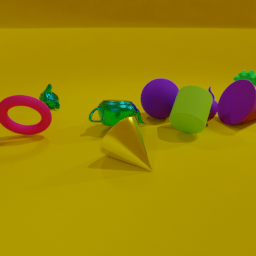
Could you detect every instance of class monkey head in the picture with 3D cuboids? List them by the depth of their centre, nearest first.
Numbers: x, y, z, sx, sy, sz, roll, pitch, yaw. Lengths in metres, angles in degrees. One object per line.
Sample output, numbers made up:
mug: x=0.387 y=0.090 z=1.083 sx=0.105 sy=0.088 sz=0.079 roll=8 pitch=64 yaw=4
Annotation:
monkey head: x=-2.747 y=-1.129 z=10.042 sx=0.678 sy=0.810 sz=1.125 roll=21 pitch=17 yaw=-39

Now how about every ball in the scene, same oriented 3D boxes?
ball: x=1.036 y=-0.933 z=8.920 sx=1.286 sy=1.286 sz=1.286 roll=0 pitch=22 yaw=0

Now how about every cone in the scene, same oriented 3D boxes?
cone: x=0.150 y=0.540 z=6.189 sx=1.139 sy=1.139 sz=1.144 roll=-22 pitch=60 yaw=-44
cone: x=3.874 y=-0.589 z=8.812 sx=1.456 sy=1.451 sz=1.451 roll=18 pitch=14 yaw=-25

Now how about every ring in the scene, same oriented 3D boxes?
ring: x=-2.698 y=-0.311 z=7.309 sx=1.384 sy=1.384 sz=0.277 roll=-2 pitch=48 yaw=-5

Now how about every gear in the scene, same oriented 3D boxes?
gear: x=4.358 y=-1.402 z=9.974 sx=0.249 sy=1.344 sz=1.344 roll=-34 pitch=35 yaw=-21

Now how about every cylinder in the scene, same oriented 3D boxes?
cylinder: x=1.747 y=-0.506 z=7.772 sx=0.984 sy=0.984 sz=0.984 roll=10 pitch=62 yaw=25

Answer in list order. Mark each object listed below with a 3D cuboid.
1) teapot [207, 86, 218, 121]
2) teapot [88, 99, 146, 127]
teapot: x=2.336 y=-0.641 z=8.572 sx=0.625 sy=1.277 sz=0.794 roll=31 pitch=-4 yaw=-26
teapot: x=-0.262 y=-0.356 z=8.037 sx=1.823 sy=0.893 sz=1.134 roll=-2 pitch=10 yaw=-28
